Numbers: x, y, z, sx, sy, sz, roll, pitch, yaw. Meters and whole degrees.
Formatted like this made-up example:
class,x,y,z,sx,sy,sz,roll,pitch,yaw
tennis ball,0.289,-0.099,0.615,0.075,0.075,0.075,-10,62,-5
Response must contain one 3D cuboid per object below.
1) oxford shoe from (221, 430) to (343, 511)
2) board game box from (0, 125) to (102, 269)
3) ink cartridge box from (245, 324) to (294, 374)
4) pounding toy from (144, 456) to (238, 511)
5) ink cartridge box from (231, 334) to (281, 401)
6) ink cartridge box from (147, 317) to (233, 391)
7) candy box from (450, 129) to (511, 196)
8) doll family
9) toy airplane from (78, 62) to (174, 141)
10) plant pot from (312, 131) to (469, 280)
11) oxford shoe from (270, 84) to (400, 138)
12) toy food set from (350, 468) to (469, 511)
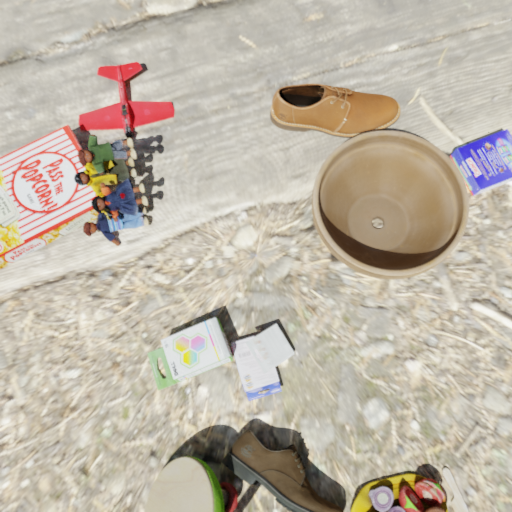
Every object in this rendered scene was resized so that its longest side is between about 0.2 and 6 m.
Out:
class,x,y,z,sx,sy,sz,roll,pitch,yaw
oxford shoe,0.576,3.621,9.163,2.185,0.794,0.922,32,74,9
board game box,-4.254,-1.147,10.748,2.460,0.570,1.864,-30,75,-9
ink cartridge box,0.221,1.649,9.861,0.797,0.200,0.646,-26,80,-37
pounding toy,-0.791,4.339,8.733,1.766,1.062,2.288,-51,38,16
ink cartridge box,-0.001,1.978,9.960,0.642,0.226,1.076,-15,71,-9
ink cartridge box,-1.207,1.725,9.831,1.449,0.430,0.752,-22,68,-1
candy box,4.597,-1.830,11.034,1.147,0.442,0.970,-21,75,-7
doll family,-2.726,-1.173,10.295,1.195,0.811,2.067,-18,100,-23
toy airplane,-2.690,-3.205,11.502,2.000,0.368,2.000,1,73,-2
plant pot,2.333,-0.795,10.284,2.734,1.262,2.734,0,73,-1
oxford shoe,1.620,-2.968,11.147,2.650,0.944,0.945,-1,71,-2
toy food set,2.539,4.179,9.051,2.009,0.656,1.182,-13,73,-4
